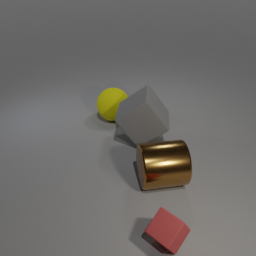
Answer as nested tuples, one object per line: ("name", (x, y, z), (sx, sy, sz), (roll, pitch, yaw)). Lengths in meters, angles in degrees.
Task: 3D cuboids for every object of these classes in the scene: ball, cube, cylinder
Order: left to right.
("ball", (-0.625, -1.004, 11.902), (1.400, 1.400, 1.400), (0, 32, 0))
("cube", (0.553, -0.447, 10.264), (1.400, 1.400, 1.400), (-30, 25, 23))
("cylinder", (1.047, 1.104, 8.519), (1.400, 1.400, 1.400), (-5, 33, -7))
("cube", (0.963, 2.459, 6.711), (0.700, 0.700, 0.700), (27, 73, 37))
